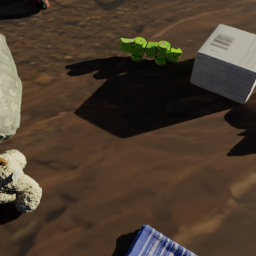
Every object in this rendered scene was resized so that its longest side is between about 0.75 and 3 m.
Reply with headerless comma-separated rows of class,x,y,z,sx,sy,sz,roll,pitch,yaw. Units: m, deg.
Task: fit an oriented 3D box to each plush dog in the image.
plush dog,-2.950,1.280,6.046,1.468,1.371,1.709,-41,59,-1

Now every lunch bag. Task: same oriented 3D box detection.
lunch bag,-3.157,-0.951,5.144,1.449,2.021,2.464,-35,65,19

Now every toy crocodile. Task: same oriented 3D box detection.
toy crocodile,0.742,-2.627,9.349,2.092,0.706,0.646,11,49,6

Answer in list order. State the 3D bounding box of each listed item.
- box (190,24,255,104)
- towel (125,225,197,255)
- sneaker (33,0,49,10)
box,3.145,-1.992,8.524,1.826,1.193,1.816,26,56,19
towel,0.741,2.765,5.404,1.664,0.198,1.205,26,57,19
sneaker,-3.659,-5.574,11.677,0.933,0.675,1.910,-29,56,-19
